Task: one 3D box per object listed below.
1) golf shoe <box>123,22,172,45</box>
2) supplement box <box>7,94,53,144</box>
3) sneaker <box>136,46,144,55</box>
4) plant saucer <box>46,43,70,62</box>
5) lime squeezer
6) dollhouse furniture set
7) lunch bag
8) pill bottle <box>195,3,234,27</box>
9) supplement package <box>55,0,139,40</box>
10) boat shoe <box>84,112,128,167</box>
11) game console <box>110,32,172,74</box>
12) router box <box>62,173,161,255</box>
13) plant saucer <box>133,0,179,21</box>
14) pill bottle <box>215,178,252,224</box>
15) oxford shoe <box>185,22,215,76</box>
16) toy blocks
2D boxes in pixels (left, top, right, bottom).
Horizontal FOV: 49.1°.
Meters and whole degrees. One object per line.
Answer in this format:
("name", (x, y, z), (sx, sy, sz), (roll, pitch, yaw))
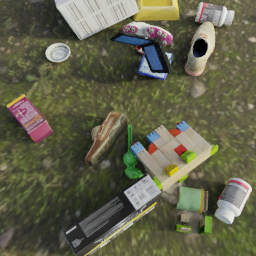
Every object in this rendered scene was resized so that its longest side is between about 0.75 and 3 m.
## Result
("golf shoe", (0.916, -4.173, 12.092), (2.161, 0.814, 0.989), (17, 45, 10))
("supplement box", (-3.539, -0.318, 10.146), (0.767, 0.973, 1.487), (-39, 69, -16))
("sneaker", (0.579, -3.587, 12.079), (0.468, 0.292, 0.873), (18, 57, -39))
("plant saucer", (-2.980, -3.164, 11.993), (1.040, 0.261, 1.040), (0, 62, 0))
("lime squeezer", (0.105, 1.043, 9.497), (0.543, 1.016, 2.877), (-10, 33, -1))
("dollhouse furniture set", (2.062, 2.513, 8.820), (0.965, 0.740, 1.474), (8, 63, 4))
("lunch bag", (1.093, -2.484, 11.281), (1.127, 0.844, 1.325), (16, 49, 8))
("pill bottle", (3.905, -5.074, 12.636), (1.556, 0.861, 0.861), (14, 64, 7))
("supplement package", (-1.496, -5.934, 11.953), (2.892, 2.127, 2.765), (-22, 64, 9))
("boat shoe", (-0.868, 0.326, 9.951), (0.849, 0.870, 2.299), (24, 57, 18))
("game console", (0.391, -2.492, 9.475), (1.179, 2.027, 1.782), (-26, 106, -6))
("router box", (-0.360, 2.579, 8.028), (2.664, 2.094, 0.696), (-32, 67, -15))
("plant saucer", (1.316, -6.098, 13.348), (2.191, 0.531, 2.192), (-1, 63, -1))
("pill bottle", (3.316, 2.323, 8.918), (0.742, 0.742, 1.341), (31, 67, 15))
("oxford shoe", (3.176, -3.552, 11.737), (1.018, 1.062, 2.877), (15, 64, 8))
("toy blocks", (1.400, 0.753, 9.551), (2.720, 1.359, 1.860), (-34, 56, -12))
